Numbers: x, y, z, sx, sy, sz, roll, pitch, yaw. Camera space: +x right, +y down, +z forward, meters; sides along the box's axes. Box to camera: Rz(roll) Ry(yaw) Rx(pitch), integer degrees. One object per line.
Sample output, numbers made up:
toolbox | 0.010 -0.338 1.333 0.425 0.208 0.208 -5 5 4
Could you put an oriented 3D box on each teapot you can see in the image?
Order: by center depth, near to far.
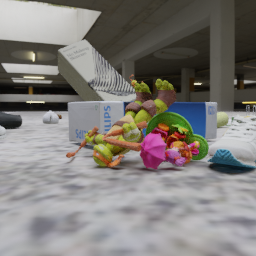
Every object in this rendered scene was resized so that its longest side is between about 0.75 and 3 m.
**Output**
teapot | -3.604 -0.507 13.048 0.809 0.591 0.798 3 6 29

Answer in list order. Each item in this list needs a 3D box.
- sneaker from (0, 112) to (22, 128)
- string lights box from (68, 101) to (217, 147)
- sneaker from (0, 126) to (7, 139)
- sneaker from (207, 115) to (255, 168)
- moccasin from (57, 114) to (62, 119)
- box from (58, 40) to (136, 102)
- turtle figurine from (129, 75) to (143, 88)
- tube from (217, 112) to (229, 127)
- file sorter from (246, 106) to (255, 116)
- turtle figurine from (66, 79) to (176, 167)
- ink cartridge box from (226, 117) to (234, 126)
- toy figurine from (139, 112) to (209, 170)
sneaker | -4.644 -0.288 10.156 1.010 0.711 1.902 1 13 -45
string lights box | 0.361 -0.132 6.037 2.927 0.863 1.504 -3 5 -33
sneaker | -3.269 0.011 6.629 0.499 0.526 1.307 -2 3 0
sneaker | 1.527 0.153 3.785 0.616 0.650 1.610 6 8 36
moccasin | -4.416 -0.724 17.565 0.330 0.348 0.901 2 5 21
box | -1.042 -1.527 9.366 1.219 2.966 1.014 -34 -19 -29
turtle figurine | 0.414 -1.487 11.211 0.440 1.103 1.368 -35 32 -9
tube | 2.778 -0.214 9.917 2.144 0.557 0.622 -10 -29 -38
file sorter | 6.583 -0.683 13.822 1.344 0.837 0.933 2 5 16
turtle figurine | 0.033 0.001 3.731 1.513 0.604 1.876 -49 15 -24
ink cartridge box | 4.634 -0.280 11.457 1.263 0.375 0.656 0 4 3
toy figurine | 0.534 0.285 3.633 0.945 0.709 0.870 26 26 14
